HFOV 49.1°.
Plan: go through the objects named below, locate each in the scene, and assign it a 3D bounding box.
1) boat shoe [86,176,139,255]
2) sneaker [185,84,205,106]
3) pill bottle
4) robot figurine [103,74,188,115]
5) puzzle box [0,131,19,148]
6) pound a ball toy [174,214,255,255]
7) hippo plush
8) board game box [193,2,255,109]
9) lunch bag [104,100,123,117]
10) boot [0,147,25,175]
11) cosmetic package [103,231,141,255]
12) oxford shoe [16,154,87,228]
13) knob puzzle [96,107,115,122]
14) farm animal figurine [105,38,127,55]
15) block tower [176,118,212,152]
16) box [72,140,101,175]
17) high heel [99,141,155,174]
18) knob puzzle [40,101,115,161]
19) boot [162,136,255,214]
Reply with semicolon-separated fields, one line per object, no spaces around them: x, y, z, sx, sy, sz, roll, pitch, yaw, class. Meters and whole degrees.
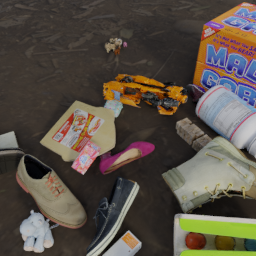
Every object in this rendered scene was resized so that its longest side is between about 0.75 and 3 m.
-0.472;2.136;6.974;0.721;0.864;2.317;34;47;0;boat shoe
2.557;-1.229;10.765;1.157;0.438;0.668;35;57;29;sneaker
3.499;-0.217;9.066;1.343;1.343;2.469;-26;53;-24;pill bottle
0.711;-1.275;10.326;2.948;0.858;2.137;16;30;16;robot figurine
-4.256;0.608;9.097;1.250;0.159;0.832;-19;48;-18;puzzle box
2.057;2.938;6.266;2.812;1.195;1.834;2;70;2;pound a ball toy
-2.150;2.465;6.776;0.982;0.789;0.782;-34;54;-30;hippo plush
4.484;-2.486;10.314;2.813;2.814;2.816;34;54;31;board game box
-0.541;-0.752;10.367;0.623;0.299;0.776;10;46;10;lunch bag
-4.532;0.535;8.558;2.589;0.948;1.950;-12;47;-13;boot
-0.142;2.934;6.642;0.449;0.315;0.885;35;55;29;cosmetic package
-2.024;1.645;7.304;2.419;0.905;0.852;35;46;11;oxford shoe
-1.070;-0.211;9.794;1.514;0.210;1.514;-5;53;6;knob puzzle
-0.587;-4.075;13.529;0.890;0.554;1.102;16;47;16;farm animal figurine
2.277;0.383;9.108;0.492;0.460;1.702;-24;50;-21;block tower
-1.221;0.858;8.211;0.445;0.867;0.410;35;16;-8;box
0.007;0.949;8.417;1.754;0.591;0.843;-18;33;3;high heel
-1.380;0.224;9.179;2.476;0.343;2.476;-5;54;6;knob puzzle
2.367;1.602;7.123;2.184;1.018;2.825;-30;41;-8;boot
